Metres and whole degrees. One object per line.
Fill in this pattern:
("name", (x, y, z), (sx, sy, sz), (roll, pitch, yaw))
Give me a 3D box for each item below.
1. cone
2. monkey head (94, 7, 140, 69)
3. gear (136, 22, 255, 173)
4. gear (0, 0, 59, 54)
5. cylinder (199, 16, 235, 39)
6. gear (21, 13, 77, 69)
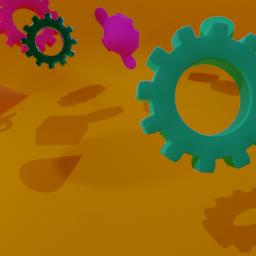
("cone", (-2.544, -0.554, 5.409), (1.284, 1.279, 1.279), (-13, 36, -37))
("monkey head", (-0.329, -2.398, 7.566), (1.259, 1.751, 1.055), (-21, 21, 36))
("gear", (1.023, -0.370, 3.528), (1.805, 1.805, 0.334), (-2, -1, -3))
("gear", (-2.815, -2.991, 7.918), (1.738, 1.738, 0.321), (-26, 9, -32))
("cylinder", (2.762, -2.793, 8.859), (1.010, 1.010, 1.010), (-4, 58, 7))
("gear", (-1.961, -2.147, 6.986), (1.306, 1.306, 0.242), (-13, 14, -18))
